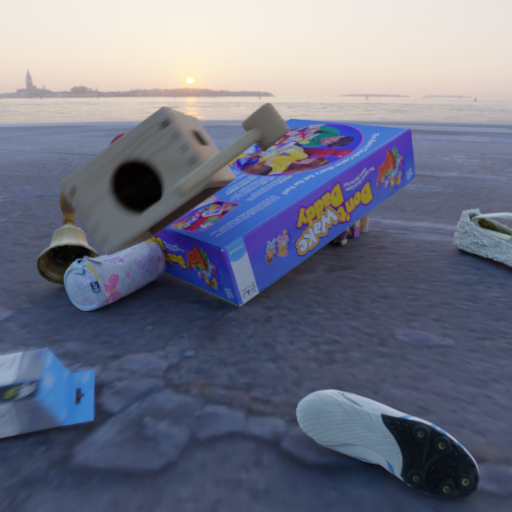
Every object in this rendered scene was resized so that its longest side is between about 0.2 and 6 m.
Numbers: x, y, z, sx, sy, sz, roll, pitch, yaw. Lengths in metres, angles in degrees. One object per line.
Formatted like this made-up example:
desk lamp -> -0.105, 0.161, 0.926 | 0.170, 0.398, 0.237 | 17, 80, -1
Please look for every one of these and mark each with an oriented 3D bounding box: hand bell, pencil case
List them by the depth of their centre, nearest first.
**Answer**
pencil case -> -2.140, 0.246, 8.632 | 0.706, 0.771, 1.699 | -14, 7, 30
hand bell -> -3.128, -0.552, 9.386 | 0.990, 0.990, 1.901 | -4, 50, -14

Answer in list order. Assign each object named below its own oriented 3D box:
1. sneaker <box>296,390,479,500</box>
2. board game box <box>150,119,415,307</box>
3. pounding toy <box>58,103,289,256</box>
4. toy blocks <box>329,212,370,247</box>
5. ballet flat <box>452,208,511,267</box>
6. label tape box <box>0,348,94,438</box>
sneaker -> 1.127, 1.569, 4.856 | 1.596, 0.573, 0.578 | 17, 1, 28
board game box -> 0.255, -1.112, 10.198 | 4.585, 1.026, 3.083 | -34, 34, -30
pounding toy -> -1.027, -1.300, 7.153 | 2.751, 1.259, 2.417 | -33, 3, 11
toy blocks -> 1.573, -1.120, 12.019 | 1.496, 1.347, 1.600 | 11, 21, 32
ballet flat -> 4.675, -0.233, 9.925 | 1.028, 1.028, 2.864 | -10, 21, -29
label tape box -> -2.275, 1.319, 5.499 | 1.266, 0.401, 0.913 | -9, 23, -12
